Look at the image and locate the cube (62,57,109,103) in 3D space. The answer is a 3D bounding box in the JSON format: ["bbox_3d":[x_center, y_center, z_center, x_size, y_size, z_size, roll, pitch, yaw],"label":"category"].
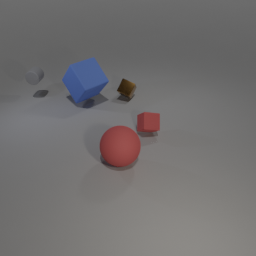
[{"bbox_3d":[-2.039,-2.258,13.321,1.400,1.400,1.400,-29,85,-35],"label":"cube"}]

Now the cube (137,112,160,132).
[{"bbox_3d":[0.820,-0.221,11.292,0.700,0.700,0.700,4,-9,-22],"label":"cube"}]

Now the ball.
[{"bbox_3d":[-0.266,0.615,9.526,1.400,1.400,1.400,0,31,0],"label":"ball"}]

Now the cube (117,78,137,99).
[{"bbox_3d":[-0.052,-1.972,14.111,0.700,0.700,0.700,26,-2,9],"label":"cube"}]

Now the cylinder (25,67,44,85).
[{"bbox_3d":[-4.590,-2.578,13.799,0.700,0.700,0.700,4,33,6],"label":"cylinder"}]
